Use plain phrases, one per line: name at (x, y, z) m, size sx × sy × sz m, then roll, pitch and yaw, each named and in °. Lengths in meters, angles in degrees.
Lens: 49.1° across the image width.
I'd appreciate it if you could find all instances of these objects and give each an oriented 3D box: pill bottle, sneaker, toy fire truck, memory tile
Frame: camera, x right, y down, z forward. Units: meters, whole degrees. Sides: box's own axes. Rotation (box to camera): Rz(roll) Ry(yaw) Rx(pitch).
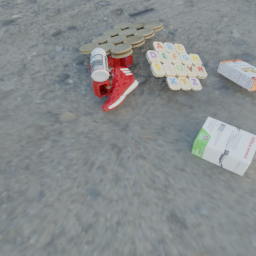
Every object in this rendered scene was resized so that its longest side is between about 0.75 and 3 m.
pill bottle at (-0.774, -1.712, 7.561) m, size 0.471 × 0.471 × 0.827 m, roll -5°, pitch 61°, yaw -4°
sneaker at (-0.431, -1.261, 8.509) m, size 0.622 × 0.917 × 1.588 m, roll -9°, pitch 33°, yaw 49°
toy fire truck at (-0.509, -1.898, 9.301) m, size 2.073 × 0.505 × 1.462 m, roll -32°, pitch 47°, yaw -24°
memory tile at (-0.194, -3.315, 10.345) m, size 2.249 × 0.246 × 2.934 m, roll 12°, pitch 42°, yaw 34°

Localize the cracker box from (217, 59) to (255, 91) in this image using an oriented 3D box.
cracker box at (3.796, -1.755, 9.129) m, size 0.980 × 0.422 × 1.463 m, roll -12°, pitch 41°, yaw -30°

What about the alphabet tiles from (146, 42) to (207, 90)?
alphabet tiles at (1.616, -2.067, 9.161) m, size 2.032 × 0.148 × 1.988 m, roll -2°, pitch 60°, yaw -23°

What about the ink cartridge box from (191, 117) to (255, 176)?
ink cartridge box at (2.542, 0.455, 7.345) m, size 1.412 × 0.593 × 1.027 m, roll 25°, pitch 54°, yaw 20°
